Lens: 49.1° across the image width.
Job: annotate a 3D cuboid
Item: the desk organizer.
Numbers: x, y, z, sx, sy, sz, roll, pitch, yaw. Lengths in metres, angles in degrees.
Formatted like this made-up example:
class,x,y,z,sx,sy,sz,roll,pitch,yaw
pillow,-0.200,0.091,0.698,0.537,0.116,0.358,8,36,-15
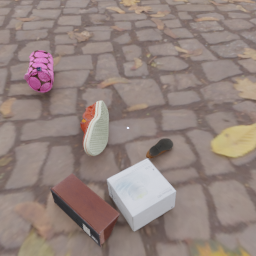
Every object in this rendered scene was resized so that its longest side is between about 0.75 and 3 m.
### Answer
class,x,y,z,sx,sy,sz,roll,pitch,yaw
desk organizer,-0.948,1.758,6.193,1.608,0.577,0.619,32,52,29

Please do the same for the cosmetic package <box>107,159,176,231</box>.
class,x,y,z,sx,sy,sz,roll,pitch,yaw
cosmetic package,0.295,1.479,6.351,1.125,0.693,1.128,-25,49,-20

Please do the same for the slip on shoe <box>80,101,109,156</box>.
class,x,y,z,sx,sy,sz,roll,pitch,yaw
slip on shoe,-0.984,0.008,7.791,0.676,0.818,2.209,-18,34,13

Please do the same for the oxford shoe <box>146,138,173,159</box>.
class,x,y,z,sx,sy,sz,roll,pitch,yaw
oxford shoe,0.844,0.554,7.620,0.990,0.353,0.353,-22,74,-38

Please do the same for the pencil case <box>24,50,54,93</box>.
class,x,y,z,sx,sy,sz,roll,pitch,yaw
pencil case,-3.040,-2.032,9.662,0.915,0.886,1.953,7,31,-20
